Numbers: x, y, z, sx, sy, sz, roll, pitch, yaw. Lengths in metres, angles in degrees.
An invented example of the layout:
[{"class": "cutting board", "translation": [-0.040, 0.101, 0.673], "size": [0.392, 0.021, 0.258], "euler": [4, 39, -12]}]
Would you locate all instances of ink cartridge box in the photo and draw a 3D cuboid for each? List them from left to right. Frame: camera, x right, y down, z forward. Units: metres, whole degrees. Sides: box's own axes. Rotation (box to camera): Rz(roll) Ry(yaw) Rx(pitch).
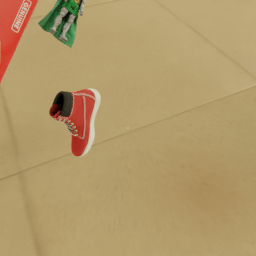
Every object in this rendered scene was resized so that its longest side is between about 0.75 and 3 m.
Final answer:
[{"class": "ink cartridge box", "translation": [-3.336, -1.694, 4.965], "size": [2.496, 2.833, 0.633], "euler": [31, 12, 3]}]

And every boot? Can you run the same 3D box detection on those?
[{"class": "boot", "translation": [-0.972, -0.027, 4.661], "size": [0.457, 1.263, 0.911], "euler": [25, 24, 30]}]

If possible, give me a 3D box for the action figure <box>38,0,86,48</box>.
[{"class": "action figure", "translation": [-1.183, -2.509, 5.806], "size": [0.390, 0.843, 1.427], "euler": [11, 76, 42]}]
